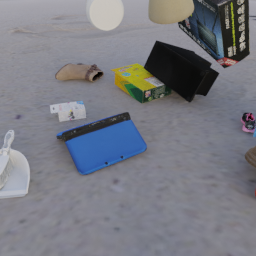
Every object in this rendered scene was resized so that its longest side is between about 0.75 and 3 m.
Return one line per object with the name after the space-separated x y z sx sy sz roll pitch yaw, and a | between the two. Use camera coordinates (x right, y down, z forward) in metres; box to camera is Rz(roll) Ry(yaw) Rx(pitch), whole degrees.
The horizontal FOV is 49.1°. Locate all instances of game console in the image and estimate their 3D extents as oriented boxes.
-0.830 0.406 8.300 2.110 1.249 1.801 -18 4 -23 | game console

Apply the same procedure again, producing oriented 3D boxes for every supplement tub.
-0.563 -2.830 6.676 0.880 0.880 1.218 -4 31 -7 | supplement tub

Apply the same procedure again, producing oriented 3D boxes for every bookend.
2.607 -2.254 11.566 2.755 1.269 2.737 -4 38 -45 | bookend

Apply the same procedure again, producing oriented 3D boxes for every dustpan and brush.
-3.213 0.832 7.251 1.519 0.623 2.177 -4 31 -6 | dustpan and brush

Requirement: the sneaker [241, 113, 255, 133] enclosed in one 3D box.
4.025 -0.307 9.271 0.444 0.535 1.123 5 30 12 | sneaker

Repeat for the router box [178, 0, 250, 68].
2.378 -3.512 8.453 0.918 2.215 2.956 -30 50 1 | router box

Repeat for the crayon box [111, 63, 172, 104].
0.503 -1.950 11.793 1.539 0.616 2.424 -19 41 -29 | crayon box

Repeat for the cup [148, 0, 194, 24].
0.852 -2.731 5.800 0.981 0.702 0.981 -8 50 10 | cup

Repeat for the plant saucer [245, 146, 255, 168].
4.247 0.851 6.647 2.735 0.403 2.735 6 14 -2 | plant saucer

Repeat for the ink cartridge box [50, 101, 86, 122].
-2.113 -0.581 9.851 1.163 0.394 0.669 -8 32 -14 | ink cartridge box

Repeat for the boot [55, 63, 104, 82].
-2.127 -2.468 12.831 1.428 0.686 1.954 28 46 27 | boot

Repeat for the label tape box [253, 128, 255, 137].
5.177 -0.407 8.202 2.494 1.798 0.789 -8 34 -12 | label tape box
